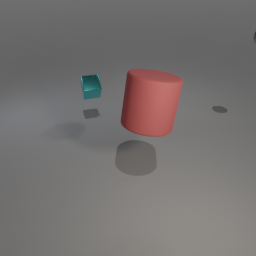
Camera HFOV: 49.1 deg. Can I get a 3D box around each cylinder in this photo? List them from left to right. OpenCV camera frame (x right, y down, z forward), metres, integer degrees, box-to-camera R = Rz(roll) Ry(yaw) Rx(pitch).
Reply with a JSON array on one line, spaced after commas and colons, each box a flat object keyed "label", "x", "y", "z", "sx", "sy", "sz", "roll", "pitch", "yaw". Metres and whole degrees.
[{"label": "cylinder", "x": 0.580, "y": -0.685, "z": 7.215, "sx": 1.400, "sy": 1.400, "sz": 1.400, "roll": 7, "pitch": 23, "yaw": -3}]

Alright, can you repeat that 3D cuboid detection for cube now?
[{"label": "cube", "x": -1.473, "y": -1.630, "z": 11.147, "sx": 0.700, "sy": 0.700, "sz": 0.700, "roll": -9, "pitch": 69, "yaw": -13}]

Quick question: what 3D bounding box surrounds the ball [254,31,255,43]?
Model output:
[{"label": "ball", "x": 4.657, "y": -3.126, "z": 9.534, "sx": 0.700, "sy": 0.700, "sz": 0.700, "roll": 0, "pitch": 30, "yaw": 0}]
